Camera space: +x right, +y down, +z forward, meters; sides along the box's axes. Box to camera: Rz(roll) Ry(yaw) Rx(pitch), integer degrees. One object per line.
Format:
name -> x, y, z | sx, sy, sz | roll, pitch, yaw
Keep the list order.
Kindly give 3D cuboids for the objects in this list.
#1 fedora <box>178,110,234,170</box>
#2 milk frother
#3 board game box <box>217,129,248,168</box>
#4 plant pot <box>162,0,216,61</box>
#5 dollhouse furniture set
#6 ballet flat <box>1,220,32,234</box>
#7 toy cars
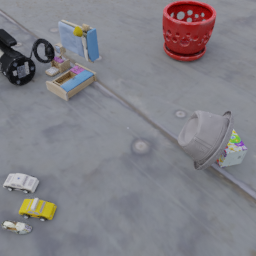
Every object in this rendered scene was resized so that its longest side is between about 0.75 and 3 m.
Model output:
fedora -> 2.091, 0.162, 8.013 | 0.985, 1.929, 2.182 | 30, 25, -1
milk frother -> -4.753, -3.255, 12.416 | 2.099, 2.014, 2.232 | 37, 32, 28
board game box -> 3.196, 0.459, 9.431 | 0.768, 0.782, 1.491 | -10, 47, -10
plant pot -> 2.741, -4.483, 13.177 | 2.364, 2.153, 2.364 | 0, 46, 0
dollhouse furniture set -> -2.725, -3.017, 11.374 | 2.608, 2.763, 1.803 | 30, 53, 26
ballet flat -> -3.069, 2.694, 7.648 | 0.852, 0.306, 0.306 | 6, 47, 6
toy cars -> -2.947, 1.929, 8.247 | 0.953, 0.470, 2.125 | -30, 53, -26
